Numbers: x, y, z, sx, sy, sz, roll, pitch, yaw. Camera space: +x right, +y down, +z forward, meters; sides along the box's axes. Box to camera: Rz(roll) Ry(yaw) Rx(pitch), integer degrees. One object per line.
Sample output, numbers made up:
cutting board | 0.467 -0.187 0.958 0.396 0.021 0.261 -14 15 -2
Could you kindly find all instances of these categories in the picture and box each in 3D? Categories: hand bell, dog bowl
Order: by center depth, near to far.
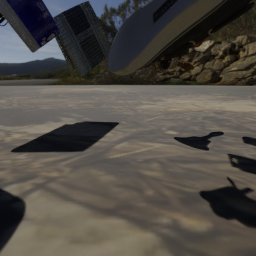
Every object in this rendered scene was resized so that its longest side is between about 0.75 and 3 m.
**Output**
dog bowl | -2.206 -2.496 5.591 0.733 1.861 1.861 -36 16 -5
hand bell | 1.586 -2.020 8.807 1.501 0.782 0.782 1 7 -39

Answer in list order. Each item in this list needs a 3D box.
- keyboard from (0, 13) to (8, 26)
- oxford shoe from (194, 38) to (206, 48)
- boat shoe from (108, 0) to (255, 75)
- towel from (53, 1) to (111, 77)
keyboard | -3.669 -3.390 8.316 2.387 0.473 1.243 -36 36 -8
oxford shoe | 2.617 -3.510 9.623 0.579 1.624 0.579 26 -8 35
boat shoe | 0.407 -0.854 2.404 0.536 0.566 1.618 15 -26 -31
towel | -1.707 -3.336 10.566 0.397 2.301 2.216 -2 34 42
